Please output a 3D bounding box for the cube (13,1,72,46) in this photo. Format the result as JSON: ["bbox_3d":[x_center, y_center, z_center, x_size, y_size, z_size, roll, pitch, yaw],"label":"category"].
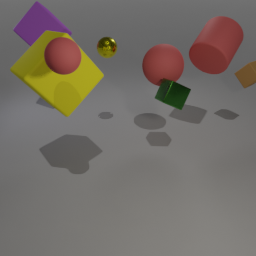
[{"bbox_3d":[-3.267,-3.767,10.936,1.400,1.400,1.400,43,8,-8],"label":"cube"}]

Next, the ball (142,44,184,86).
[{"bbox_3d":[1.180,-2.109,9.443,1.400,1.400,1.400,0,29,0],"label":"ball"}]

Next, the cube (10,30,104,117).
[{"bbox_3d":[-1.760,-1.371,6.929,1.400,1.400,1.400,-50,38,-8],"label":"cube"}]

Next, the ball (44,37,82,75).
[{"bbox_3d":[-1.244,-1.375,5.364,0.700,0.700,0.700,0,29,0],"label":"ball"}]

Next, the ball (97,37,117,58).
[{"bbox_3d":[-0.705,-2.707,9.431,0.700,0.700,0.700,0,29,0],"label":"ball"}]

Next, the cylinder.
[{"bbox_3d":[3.025,-2.825,9.631,1.400,1.400,1.400,20,65,32],"label":"cylinder"}]

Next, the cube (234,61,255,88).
[{"bbox_3d":[4.627,-2.023,10.582,0.700,0.700,0.700,-22,78,-41],"label":"cube"}]

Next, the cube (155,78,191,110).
[{"bbox_3d":[1.365,-1.050,8.619,0.700,0.700,0.700,20,10,-22],"label":"cube"}]
